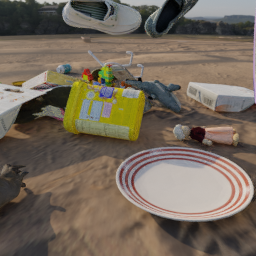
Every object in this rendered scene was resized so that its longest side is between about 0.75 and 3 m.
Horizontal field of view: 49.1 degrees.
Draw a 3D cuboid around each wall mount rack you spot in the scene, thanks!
[{"bbox_3d":[-0.559,-2.828,12.770,2.207,0.947,2.540,5,-9,22],"label":"wall mount rack"}]

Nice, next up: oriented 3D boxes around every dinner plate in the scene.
[{"bbox_3d":[1.062,1.047,5.543,2.600,0.315,2.600,1,23,0],"label":"dinner plate"}]

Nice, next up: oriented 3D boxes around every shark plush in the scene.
[{"bbox_3d":[0.958,-1.300,9.836,2.131,0.968,0.888,32,48,-12],"label":"shark plush"}]

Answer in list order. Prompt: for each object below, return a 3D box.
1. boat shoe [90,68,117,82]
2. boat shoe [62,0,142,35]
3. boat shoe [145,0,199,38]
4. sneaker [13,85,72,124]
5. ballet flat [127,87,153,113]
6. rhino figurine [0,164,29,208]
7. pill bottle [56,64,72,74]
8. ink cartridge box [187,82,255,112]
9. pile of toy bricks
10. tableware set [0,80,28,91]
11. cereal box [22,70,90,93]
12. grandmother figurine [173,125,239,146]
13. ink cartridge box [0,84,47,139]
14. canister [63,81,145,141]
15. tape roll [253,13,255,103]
[{"bbox_3d":[-1.209,-2.672,14.115,0.648,0.705,1.973,11,21,43],"label":"boat shoe"},{"bbox_3d":[-0.735,-3.821,9.569,2.864,1.053,0.956,-8,1,-22],"label":"boat shoe"},{"bbox_3d":[1.733,-4.162,9.380,1.018,2.795,0.863,41,10,-22],"label":"boat shoe"},{"bbox_3d":[-2.553,-0.917,9.224,2.908,1.168,1.255,-2,20,-10],"label":"sneaker"},{"bbox_3d":[-0.146,-0.828,9.168,2.748,0.988,0.988,-17,28,-34],"label":"ballet flat"},{"bbox_3d":[-2.411,1.133,4.998,0.808,0.553,1.849,19,25,10],"label":"rhino figurine"},{"bbox_3d":[-3.649,-3.365,15.961,0.481,0.481,0.868,14,27,31],"label":"pill bottle"},{"bbox_3d":[3.927,-1.169,10.770,2.663,0.668,2.160,5,20,-18],"label":"ink cartridge box"},{"bbox_3d":[-0.861,-2.015,11.661,1.428,1.271,2.574,-16,27,-33],"label":"pile of toy bricks"},{"bbox_3d":[-5.457,-2.132,13.112,2.551,0.391,1.718,1,22,4],"label":"tableware set"},{"bbox_3d":[-2.581,-1.442,9.866,1.566,0.430,2.177,9,-10,-40],"label":"cereal box"},{"bbox_3d":[2.040,0.154,7.514,1.626,0.492,0.986,5,14,5],"label":"grandmother figurine"},{"bbox_3d":[-4.102,-0.387,8.063,2.319,0.717,2.859,13,32,29],"label":"ink cartridge box"},{"bbox_3d":[-0.618,-0.455,7.742,1.963,1.458,0.850,9,-14,13],"label":"canister"},{"bbox_3d":[3.138,-1.840,5.794,0.875,2.667,2.667,2,22,21],"label":"tape roll"}]
